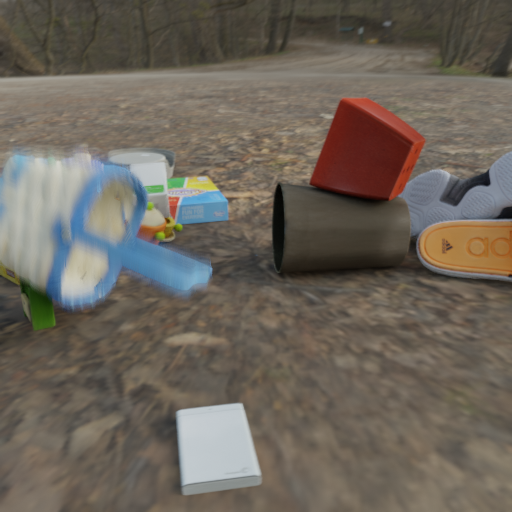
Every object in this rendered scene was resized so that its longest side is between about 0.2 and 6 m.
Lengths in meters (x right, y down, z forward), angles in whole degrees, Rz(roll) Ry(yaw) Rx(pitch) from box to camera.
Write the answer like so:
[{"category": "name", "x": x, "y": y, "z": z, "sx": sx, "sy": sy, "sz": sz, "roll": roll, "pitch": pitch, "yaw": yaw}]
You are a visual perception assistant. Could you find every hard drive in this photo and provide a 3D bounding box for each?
[{"category": "hard drive", "x": -0.350, "y": 1.622, "z": 4.801, "sx": 0.614, "sy": 0.124, "sz": 0.931, "roll": -4, "pitch": 23, "yaw": -10}]

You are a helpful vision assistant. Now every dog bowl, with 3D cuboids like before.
[{"category": "dog bowl", "x": -2.880, "y": -2.178, "z": 13.609, "sx": 1.874, "sy": 0.549, "sz": 1.874, "roll": 1, "pitch": 22, "yaw": 0}]

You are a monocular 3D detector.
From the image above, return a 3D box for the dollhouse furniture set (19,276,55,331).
[{"category": "dollhouse furniture set", "x": -3.509, "y": 0.611, "z": 6.177, "sx": 2.315, "sy": 1.157, "sz": 0.894, "roll": -10, "pitch": 12, "yaw": -29}]

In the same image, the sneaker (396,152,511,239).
[{"category": "sneaker", "x": 3.754, "y": -0.673, "z": 9.145, "sx": 1.783, "sy": 1.182, "sz": 3.134, "roll": 25, "pitch": -25, "yaw": -35}]

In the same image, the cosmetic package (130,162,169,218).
[{"category": "cosmetic package", "x": -1.815, "y": -1.112, "z": 9.519, "sx": 0.618, "sy": 0.488, "sz": 1.149, "roll": -7, "pitch": 38, "yaw": -9}]

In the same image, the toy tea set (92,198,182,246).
[{"category": "toy tea set", "x": -2.339, "y": -0.795, "z": 9.045, "sx": 2.310, "sy": 0.855, "sz": 1.373, "roll": 18, "pitch": 25, "yaw": -4}]

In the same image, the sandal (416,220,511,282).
[{"category": "sandal", "x": 3.711, "y": -0.128, "z": 7.674, "sx": 2.915, "sy": 1.117, "sz": 0.835, "roll": -2, "pitch": -14, "yaw": 16}]

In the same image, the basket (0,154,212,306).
[{"category": "basket", "x": -1.701, "y": -0.185, "z": 6.398, "sx": 2.351, "sy": 1.635, "sz": 2.073, "roll": 26, "pitch": -1, "yaw": 1}]

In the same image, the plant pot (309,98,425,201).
[{"category": "plant pot", "x": 1.698, "y": -1.470, "z": 8.153, "sx": 1.142, "sy": 1.294, "sz": 1.296, "roll": 28, "pitch": 25, "yaw": 18}]

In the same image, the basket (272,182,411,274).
[{"category": "basket", "x": 1.237, "y": -0.402, "z": 8.398, "sx": 1.864, "sy": 1.267, "sz": 1.680, "roll": 2, "pitch": 27, "yaw": -6}]

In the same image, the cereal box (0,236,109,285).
[{"category": "cereal box", "x": -3.234, "y": -0.112, "z": 8.767, "sx": 1.245, "sy": 0.342, "sz": 1.730, "roll": 18, "pitch": 28, "yaw": 36}]

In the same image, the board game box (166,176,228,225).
[{"category": "board game box", "x": -1.504, "y": -1.122, "z": 11.196, "sx": 1.520, "sy": 0.400, "sz": 1.986, "roll": -6, "pitch": 23, "yaw": -15}]
